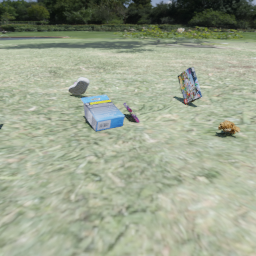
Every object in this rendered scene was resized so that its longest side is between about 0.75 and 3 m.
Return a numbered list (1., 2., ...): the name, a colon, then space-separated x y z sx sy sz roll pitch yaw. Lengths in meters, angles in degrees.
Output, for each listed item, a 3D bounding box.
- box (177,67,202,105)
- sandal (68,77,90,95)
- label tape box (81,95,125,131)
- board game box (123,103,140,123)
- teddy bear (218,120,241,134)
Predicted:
1. box: 2.422 -1.650 11.058 0.235 1.247 0.852 -8 -11 -26
2. sandal: -2.049 -1.834 12.086 0.681 0.411 1.674 25 -24 -26
3. label tape box: -0.872 -0.517 9.195 0.983 0.431 1.363 -12 41 -28
4. board game box: 0.116 -0.532 9.581 0.137 0.509 0.848 -41 30 2
5. teddy bear: 2.949 0.025 8.224 0.627 0.289 0.864 23 -4 11
